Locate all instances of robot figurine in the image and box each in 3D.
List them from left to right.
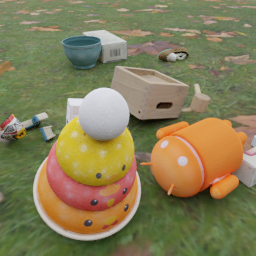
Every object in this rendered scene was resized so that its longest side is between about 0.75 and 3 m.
[{"bbox_3d":[1.568,0.653,6.315,2.461,1.770,1.435,-21,-1,-26],"label":"robot figurine"}]

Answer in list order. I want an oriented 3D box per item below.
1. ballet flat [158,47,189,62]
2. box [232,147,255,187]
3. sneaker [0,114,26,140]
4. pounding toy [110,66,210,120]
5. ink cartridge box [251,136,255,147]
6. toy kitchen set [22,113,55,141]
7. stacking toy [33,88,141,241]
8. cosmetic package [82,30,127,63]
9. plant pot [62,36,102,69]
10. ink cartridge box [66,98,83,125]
[{"bbox_3d":[2.328,-3.565,13.806,1.769,0.600,0.640,-17,55,-31],"label":"ballet flat"},{"bbox_3d":[3.081,0.875,6.715,0.988,0.632,0.538,-18,37,-26],"label":"box"},{"bbox_3d":[-3.095,0.128,7.538,0.576,1.403,0.546,42,65,-8],"label":"sneaker"},{"bbox_3d":[1.220,-0.862,8.855,2.463,1.283,2.804,-4,29,-39],"label":"pounding toy"},{"bbox_3d":[4.215,0.663,7.389,1.172,0.346,1.464,-9,40,-14],"label":"ink cartridge box"},{"bbox_3d":[-2.680,0.061,8.306,0.583,0.792,0.989,-23,3,-32],"label":"toy kitchen set"},{"bbox_3d":[-0.590,0.459,4.653,2.108,2.885,2.108,6,53,-7],"label":"stacking toy"},{"bbox_3d":[-1.233,-4.226,14.364,1.371,0.926,2.606,-16,36,-23],"label":"cosmetic package"},{"bbox_3d":[-2.073,-3.441,12.919,1.769,1.185,1.769,0,33,0],"label":"plant pot"},{"bbox_3d":[-1.082,-0.034,7.262,0.979,1.346,0.565,-1,24,-20],"label":"ink cartridge box"}]
